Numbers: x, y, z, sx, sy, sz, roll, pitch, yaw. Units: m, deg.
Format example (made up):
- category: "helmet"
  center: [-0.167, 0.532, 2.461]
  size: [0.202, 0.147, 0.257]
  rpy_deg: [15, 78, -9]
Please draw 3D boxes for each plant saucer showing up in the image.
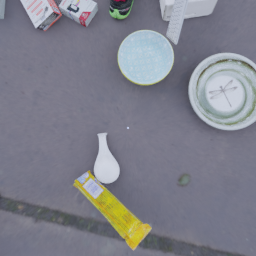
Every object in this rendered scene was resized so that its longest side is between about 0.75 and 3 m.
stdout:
- category: "plant saucer"
  center: [2.899, -1.042, 8.324]
  size: [2.297, 0.576, 2.297]
  rpy_deg: [0, 83, 1]

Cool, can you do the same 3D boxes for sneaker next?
- category: "sneaker"
  center: [-0.048, -4.489, 8.548]
  size: [0.853, 0.931, 2.222]
  rpy_deg: [9, 83, 1]

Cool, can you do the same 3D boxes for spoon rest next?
- category: "spoon rest"
  center: [-0.674, 0.867, 8.169]
  size: [0.740, 0.451, 1.490]
  rpy_deg: [-9, 83, -1]

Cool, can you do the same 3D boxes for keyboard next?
- category: "keyboard"
  center: [1.486, -3.640, 7.450]
  size: [0.142, 0.750, 2.664]
  rpy_deg: [1, 127, -13]

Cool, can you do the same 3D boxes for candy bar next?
- category: "candy bar"
  center: [-0.526, 1.944, 7.180]
  size: [0.658, 0.292, 2.638]
  rpy_deg: [-43, 50, -16]

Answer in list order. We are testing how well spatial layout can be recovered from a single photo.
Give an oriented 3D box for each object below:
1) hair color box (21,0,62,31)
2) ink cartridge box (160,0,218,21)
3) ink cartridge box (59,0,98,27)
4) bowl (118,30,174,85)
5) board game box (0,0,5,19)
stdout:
- category: "hair color box"
  center: [-2.752, -3.850, 8.574]
  size: [0.812, 0.468, 1.464]
  rpy_deg: [-31, 83, 24]
- category: "ink cartridge box"
  center: [1.715, -4.596, 8.547]
  size: [1.593, 0.928, 2.200]
  rpy_deg: [-8, 83, 1]
- category: "ink cartridge box"
  center: [-1.542, -3.735, 8.726]
  size: [0.977, 0.404, 0.712]
  rpy_deg: [30, 84, 3]
- category: "bowl"
  center: [0.491, -1.957, 8.288]
  size: [1.600, 0.861, 1.600]
  rpy_deg: [0, 84, -1]
- category: "board game box"
  center: [-4.861, -4.221, 8.684]
  size: [1.925, 0.619, 1.420]
  rpy_deg: [2, 83, -1]
